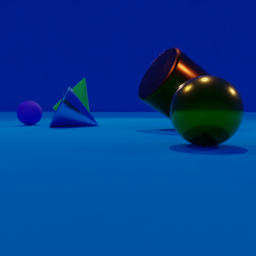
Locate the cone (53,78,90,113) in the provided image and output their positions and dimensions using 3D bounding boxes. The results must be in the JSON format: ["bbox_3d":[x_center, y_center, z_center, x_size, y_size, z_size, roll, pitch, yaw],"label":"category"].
[{"bbox_3d":[-1.706,-1.094,9.615,1.340,1.345,1.340,21,10,-4],"label":"cone"}]

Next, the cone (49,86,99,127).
[{"bbox_3d":[-1.358,-0.328,7.823,1.241,1.237,1.237,27,-4,-15],"label":"cone"}]

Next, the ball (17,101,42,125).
[{"bbox_3d":[-3.015,-0.456,8.587,0.751,0.751,0.751,0,3,0],"label":"ball"}]

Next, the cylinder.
[{"bbox_3d":[1.184,-0.897,6.508,1.391,1.391,1.391,31,-9,-22],"label":"cylinder"}]

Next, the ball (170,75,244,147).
[{"bbox_3d":[0.979,-0.213,3.525,0.893,0.893,0.893,0,3,0],"label":"ball"}]
